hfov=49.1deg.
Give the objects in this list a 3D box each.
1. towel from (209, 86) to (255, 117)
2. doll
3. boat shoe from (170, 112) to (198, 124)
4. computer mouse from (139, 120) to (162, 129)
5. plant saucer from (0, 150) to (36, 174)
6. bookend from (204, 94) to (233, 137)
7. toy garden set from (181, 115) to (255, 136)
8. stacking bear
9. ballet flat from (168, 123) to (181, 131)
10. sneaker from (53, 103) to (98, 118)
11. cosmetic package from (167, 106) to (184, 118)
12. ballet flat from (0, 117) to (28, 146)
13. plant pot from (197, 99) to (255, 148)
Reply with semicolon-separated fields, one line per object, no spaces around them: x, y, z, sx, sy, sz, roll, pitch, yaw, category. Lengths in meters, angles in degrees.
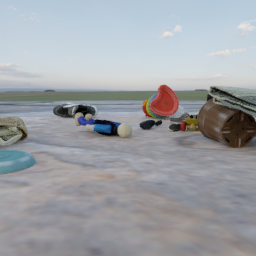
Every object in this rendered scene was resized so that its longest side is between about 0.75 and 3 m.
3.695;-0.314;6.424;2.968;0.513;2.858;-2;25;-36;towel
-0.766;-0.048;8.810;2.195;0.532;1.498;14;7;40;doll
2.471;-0.419;11.877;1.388;0.509;0.517;1;7;9;boat shoe
0.931;-0.104;10.613;0.506;0.294;1.727;-24;-10;28;computer mouse
-2.414;0.594;5.134;1.374;0.188;1.374;0;6;0;plant saucer
2.948;-0.350;8.600;0.593;1.280;1.288;6;5;43;bookend
3.375;-0.251;10.225;2.426;0.581;2.911;3;8;22;toy garden set
1.498;-1.136;14.567;1.401;1.496;2.464;32;-12;-13;stacking bear
1.690;0.013;9.865;0.902;0.256;0.300;-9;55;-47;ballet flat
-2.861;-0.914;14.687;2.406;0.800;1.089;3;4;6;sneaker
2.469;-0.922;15.592;0.841;0.591;1.659;-1;8;-6;cosmetic package
-3.280;0.134;6.663;0.732;0.790;2.242;43;26;17;ballet flat
2.561;-0.093;7.177;1.208;1.208;1.196;-1;16;-7;plant pot
